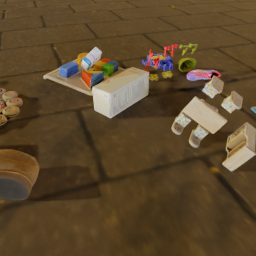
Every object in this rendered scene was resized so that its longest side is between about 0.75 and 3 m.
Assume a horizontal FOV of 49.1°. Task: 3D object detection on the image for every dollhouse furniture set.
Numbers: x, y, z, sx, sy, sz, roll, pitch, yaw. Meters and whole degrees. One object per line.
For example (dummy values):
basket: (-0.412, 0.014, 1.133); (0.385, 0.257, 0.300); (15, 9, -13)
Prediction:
dollhouse furniture set: (2.389, 0.006, 7.574); (1.953, 1.794, 1.271); (37, 40, -2)

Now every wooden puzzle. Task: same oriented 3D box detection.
wooden puzzle: (-1.712, -2.455, 11.822); (2.830, 0.655, 2.622); (19, 40, 25)

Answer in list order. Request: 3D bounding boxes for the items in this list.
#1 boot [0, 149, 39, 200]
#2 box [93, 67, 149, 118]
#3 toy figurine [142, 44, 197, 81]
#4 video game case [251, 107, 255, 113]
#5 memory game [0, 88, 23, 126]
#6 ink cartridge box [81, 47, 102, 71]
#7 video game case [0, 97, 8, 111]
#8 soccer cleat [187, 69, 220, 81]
boot: (-3.572, 0.960, 6.862); (2.774, 1.021, 1.047); (12, 36, 0)
box: (-0.209, -1.309, 9.966); (0.820, 1.002, 2.109); (26, 42, 32)
toy figurine: (1.544, -3.105, 12.239); (2.582, 1.362, 1.547); (-16, 34, -22)
video game case: (4.943, -0.567, 9.694); (1.059, 0.094, 0.758); (-9, 37, -12)
memory game: (-5.009, -0.680, 9.551); (2.754, 0.175, 2.754); (0, 36, 0)
ink cartridge box: (-1.527, -2.880, 11.713); (0.365, 0.623, 0.861); (40, 71, -1)
video game case: (-4.883, -0.833, 10.026); (1.220, 0.135, 1.111); (-19, 40, -25)
soccer cleat: (3.120, -2.194, 11.583); (1.380, 0.460, 0.528); (-5, 14, -15)
